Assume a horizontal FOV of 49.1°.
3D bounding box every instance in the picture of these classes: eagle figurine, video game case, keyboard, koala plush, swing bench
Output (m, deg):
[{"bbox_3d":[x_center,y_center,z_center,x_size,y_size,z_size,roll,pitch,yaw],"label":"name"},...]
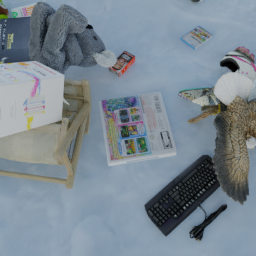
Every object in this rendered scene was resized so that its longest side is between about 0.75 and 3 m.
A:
[{"bbox_3d":[3.240,0.186,7.528,2.246,2.258,2.976,14,37,-24],"label":"eagle figurine"},{"bbox_3d":[0.249,-0.043,8.685,2.046,0.266,2.248,-9,62,-5],"label":"video game case"},{"bbox_3d":[1.822,1.952,7.574,2.549,0.263,1.620,-37,67,-18],"label":"keyboard"},{"bbox_3d":[-1.669,-2.512,8.795,2.334,2.145,2.070,-1,22,-47],"label":"koala plush"},{"bbox_3d":[2.634,-3.465,10.705,1.038,0.092,0.743,-37,66,-18],"label":"video game case"},{"bbox_3d":[-2.628,-0.051,7.858,2.723,1.776,2.738,7,52,5],"label":"swing bench"}]

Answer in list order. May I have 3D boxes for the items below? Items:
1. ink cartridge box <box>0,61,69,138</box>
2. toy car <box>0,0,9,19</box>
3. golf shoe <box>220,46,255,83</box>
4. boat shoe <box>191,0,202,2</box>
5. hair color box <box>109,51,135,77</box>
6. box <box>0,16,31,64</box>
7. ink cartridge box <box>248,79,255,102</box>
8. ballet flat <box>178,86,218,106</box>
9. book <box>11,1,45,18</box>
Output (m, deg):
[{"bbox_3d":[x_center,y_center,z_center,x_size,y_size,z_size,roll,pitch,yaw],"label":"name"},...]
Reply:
[{"bbox_3d":[-2.664,-0.839,7.085,1.349,1.314,2.098,30,33,31],"label":"ink cartridge box"},{"bbox_3d":[-5.361,-4.765,10.571,1.254,1.589,1.305,-21,63,-11],"label":"toy car"},{"bbox_3d":[4.124,-1.754,9.365,1.065,0.839,2.312,-32,56,-12],"label":"golf shoe"},{"bbox_3d":[2.578,-5.924,11.801,0.477,0.598,1.581,-21,62,-19],"label":"boat shoe"},{"bbox_3d":[-0.203,-2.281,9.924,0.478,0.288,0.941,32,66,16],"label":"hair color box"},{"bbox_3d":[-4.424,-2.611,9.839,2.311,0.748,2.931,-7,61,-5],"label":"box"},{"bbox_3d":[5.030,-0.866,8.591,2.509,0.546,2.178,34,61,-2],"label":"ink cartridge box"},{"bbox_3d":[2.668,-1.056,9.048,2.049,0.737,0.737,-11,61,-5],"label":"ballet flat"},{"bbox_3d":[-3.900,-4.603,11.250,1.405,0.338,0.939,-19,59,-9],"label":"book"}]
